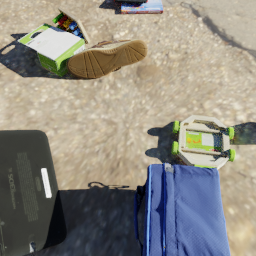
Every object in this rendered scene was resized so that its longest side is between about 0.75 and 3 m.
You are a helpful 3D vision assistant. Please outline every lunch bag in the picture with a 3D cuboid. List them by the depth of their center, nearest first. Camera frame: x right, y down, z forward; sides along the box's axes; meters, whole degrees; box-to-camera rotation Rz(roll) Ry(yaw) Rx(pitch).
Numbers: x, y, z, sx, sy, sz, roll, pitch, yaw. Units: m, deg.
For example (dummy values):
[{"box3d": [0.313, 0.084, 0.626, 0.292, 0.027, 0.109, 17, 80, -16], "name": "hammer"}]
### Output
[{"box3d": [1.020, 2.036, 6.235, 1.801, 1.850, 2.723, 2, 54, 2], "name": "lunch bag"}]

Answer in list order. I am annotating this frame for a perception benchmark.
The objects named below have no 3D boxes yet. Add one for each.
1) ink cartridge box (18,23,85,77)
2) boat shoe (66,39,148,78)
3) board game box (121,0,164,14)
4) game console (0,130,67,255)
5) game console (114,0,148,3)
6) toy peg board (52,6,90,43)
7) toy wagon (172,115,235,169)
[{"box3d": [-2.834, -3.017, 10.590, 2.029, 0.769, 1.500, 30, 60, 21], "name": "ink cartridge box"}, {"box3d": [-0.796, -2.654, 10.250, 2.950, 1.064, 1.062, -19, 34, -3], "name": "boat shoe"}, {"box3d": [0.632, -5.552, 12.787, 1.879, 0.183, 0.967, -1, 53, -1], "name": "board game box"}, {"box3d": [-3.241, 1.697, 6.869, 2.607, 1.725, 2.965, -1, 68, -42], "name": "game console"}, {"box3d": [0.210, -6.113, 12.968, 1.564, 0.243, 1.383, 5, 41, 7], "name": "game console"}, {"box3d": [-2.275, -3.868, 11.007, 1.249, 1.254, 0.613, 40, 81, 24], "name": "toy peg board"}, {"box3d": [2.168, 0.604, 8.158, 1.767, 0.451, 2.278, 7, 55, 5], "name": "toy wagon"}]
